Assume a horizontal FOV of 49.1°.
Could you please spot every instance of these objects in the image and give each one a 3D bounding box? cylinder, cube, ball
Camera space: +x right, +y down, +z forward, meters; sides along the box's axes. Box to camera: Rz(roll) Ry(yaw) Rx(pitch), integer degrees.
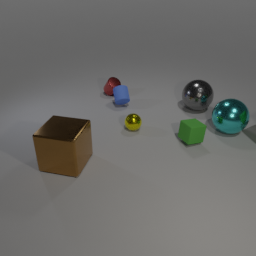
[{"bbox_3d":[-0.307,-1.540,13.089,0.700,0.700,0.700,-7,74,-12],"label":"cylinder"},{"bbox_3d":[-0.803,-2.101,14.168,0.700,0.700,0.700,12,59,-21],"label":"cylinder"},{"bbox_3d":[2.379,0.121,10.434,0.700,0.700,0.700,-7,28,-25],"label":"cube"},{"bbox_3d":[-2.084,0.563,9.249,1.400,1.400,1.400,7,31,12],"label":"cube"},{"bbox_3d":[3.141,-1.476,12.637,1.400,1.400,1.400,0,31,0],"label":"ball"},{"bbox_3d":[0.209,-0.243,11.312,0.700,0.700,0.700,0,31,0],"label":"ball"},{"bbox_3d":[4.015,-0.458,10.989,1.400,1.400,1.400,0,31,0],"label":"ball"}]
